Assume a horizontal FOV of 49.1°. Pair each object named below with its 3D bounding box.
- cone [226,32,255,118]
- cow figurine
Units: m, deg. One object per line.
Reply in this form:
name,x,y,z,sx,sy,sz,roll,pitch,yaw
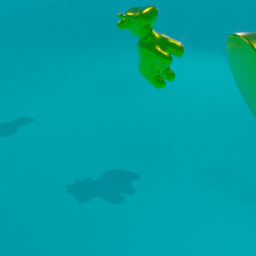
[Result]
cone,1.969,-0.684,2.876,1.361,1.356,1.356,-27,28,10
cow figurine,0.360,-1.505,5.132,1.303,1.324,0.727,38,58,19
